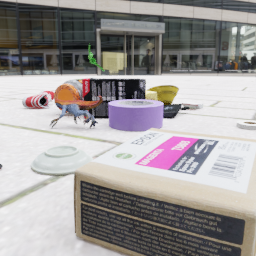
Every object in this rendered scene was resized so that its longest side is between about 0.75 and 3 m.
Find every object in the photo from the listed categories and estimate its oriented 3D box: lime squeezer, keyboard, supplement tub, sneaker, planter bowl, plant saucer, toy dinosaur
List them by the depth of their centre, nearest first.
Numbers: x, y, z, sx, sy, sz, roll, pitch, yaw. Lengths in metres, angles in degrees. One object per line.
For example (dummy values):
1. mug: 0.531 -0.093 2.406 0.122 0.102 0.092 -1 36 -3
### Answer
1. plant saucer: -1.520 0.671 6.488 1.420 0.356 1.420 0 13 0
2. toy dinosaur: -1.888 -0.745 10.172 1.894 2.087 1.096 42 15 23
3. lime squeezer: -1.321 -2.611 10.497 0.233 1.233 0.436 -44 45 -15
4. keyboard: 2.038 -0.803 12.880 1.545 0.330 2.573 -3 13 17
5. supplement tub: -2.189 -1.533 13.175 1.564 1.564 2.553 6 14 25
6. planter bowl: 1.740 -1.508 14.275 1.814 0.755 1.814 -5 -14 -1
7. sneaker: -4.345 -1.535 14.872 1.251 0.793 2.225 2 20 27

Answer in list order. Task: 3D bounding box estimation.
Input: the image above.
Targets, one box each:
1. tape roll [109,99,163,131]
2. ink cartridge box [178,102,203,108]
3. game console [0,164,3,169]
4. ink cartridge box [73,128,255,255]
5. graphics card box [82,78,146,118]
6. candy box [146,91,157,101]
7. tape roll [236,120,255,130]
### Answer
1. tape roll: 0.291 -0.518 10.427 2.035 0.865 2.035 0 14 0
2. ink cartridge box: 3.192 -1.154 14.256 0.919 0.286 1.142 11 14 35
3. game console: -4.171 0.365 5.849 2.249 1.938 1.335 8 42 32
4. ink cartridge box: 0.849 0.836 4.320 2.242 1.022 2.721 8 16 26
5. graphics card box: -0.571 -1.268 11.863 2.649 1.662 0.674 -1 11 -1
6. candy box: 0.040 -1.408 13.937 1.696 0.812 2.938 -12 15 -21
7. tape roll: 4.444 -0.108 10.172 0.955 0.174 0.955 1 13 0
